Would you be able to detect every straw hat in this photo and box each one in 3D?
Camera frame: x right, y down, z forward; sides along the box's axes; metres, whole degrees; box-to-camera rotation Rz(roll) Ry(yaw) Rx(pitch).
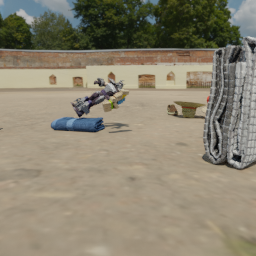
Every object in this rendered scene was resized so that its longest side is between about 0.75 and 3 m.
[{"bbox_3d":[3.231,-0.925,14.822,1.827,0.773,1.827,7,2,0],"label":"straw hat"}]

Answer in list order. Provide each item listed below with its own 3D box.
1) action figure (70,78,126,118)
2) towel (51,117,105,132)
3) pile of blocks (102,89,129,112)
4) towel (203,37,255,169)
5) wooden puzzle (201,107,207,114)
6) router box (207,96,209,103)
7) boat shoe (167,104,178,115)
[{"bbox_3d":[-1.113,-1.288,11.267,2.355,0.817,1.532,-32,45,-6],"label":"action figure"},{"bbox_3d":[-2.016,-0.173,11.297,1.976,0.480,1.103,3,11,16],"label":"towel"},{"bbox_3d":[-0.453,-0.996,10.107,1.146,0.470,0.356,-35,34,-7],"label":"pile of blocks"},{"bbox_3d":[2.960,-0.655,7.024,2.392,2.889,1.236,-9,14,-43],"label":"towel"},{"bbox_3d":[4.857,-0.778,14.131,1.766,0.329,1.633,-8,29,-33],"label":"wooden puzzle"},{"bbox_3d":[3.355,-0.484,9.019,1.266,1.410,0.345,-12,19,30],"label":"router box"},{"bbox_3d":[2.553,-1.103,16.363,0.584,0.585,1.581,-1,10,-6],"label":"boat shoe"}]
